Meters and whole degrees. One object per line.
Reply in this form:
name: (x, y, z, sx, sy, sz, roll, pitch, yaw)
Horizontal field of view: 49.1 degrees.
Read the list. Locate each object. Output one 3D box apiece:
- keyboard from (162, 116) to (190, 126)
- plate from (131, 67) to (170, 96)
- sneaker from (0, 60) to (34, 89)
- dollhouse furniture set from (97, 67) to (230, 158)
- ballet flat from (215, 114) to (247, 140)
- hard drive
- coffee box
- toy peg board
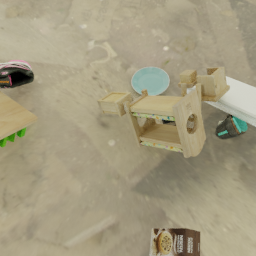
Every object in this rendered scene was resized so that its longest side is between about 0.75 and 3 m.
keyboard: (1.523, -0.266, 8.782, 0.890, 0.092, 0.565, -14, 53, -8)
plate: (0.758, -1.551, 9.480, 1.285, 0.164, 1.285, -3, 58, 5)
sneaker: (-4.021, -1.603, 8.674, 2.290, 0.920, 0.989, -21, 39, -28)
dollhouse furniture set: (1.121, -0.583, 8.297, 2.862, 1.591, 2.531, 10, 37, 45)
ballet flat: (2.867, -0.034, 7.938, 0.705, 2.061, 0.701, -30, 78, 27)
hard drive: (3.230, -0.929, 8.391, 1.618, 0.322, 2.454, -25, 41, -31)
coffee box: (1.041, 2.634, 6.323, 0.469, 1.176, 0.665, 22, 61, -28)
toy peg board: (-3.747, -0.154, 7.891, 1.583, 0.777, 1.590, 33, 32, 10)
